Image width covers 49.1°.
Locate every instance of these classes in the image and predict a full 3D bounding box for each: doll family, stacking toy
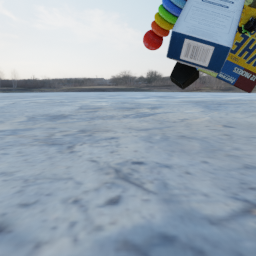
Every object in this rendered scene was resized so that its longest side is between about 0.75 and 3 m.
[{"bbox_3d":[2.246,-2.428,5.725,1.976,0.776,1.142,15,-27,-3],"label":"doll family"},{"bbox_3d":[1.207,-3.409,8.421,1.049,1.049,2.458,-8,-32,-41],"label":"stacking toy"}]

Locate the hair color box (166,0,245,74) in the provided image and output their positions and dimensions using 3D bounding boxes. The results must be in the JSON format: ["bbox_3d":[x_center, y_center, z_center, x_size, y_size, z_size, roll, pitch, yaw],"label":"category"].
[{"bbox_3d":[1.140,-1.493,3.949,0.764,0.462,1.527,20,55,10],"label":"hair color box"}]

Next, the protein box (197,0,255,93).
[{"bbox_3d":[3.318,-2.966,8.646,1.806,2.658,2.677,22,26,-9],"label":"protein box"}]

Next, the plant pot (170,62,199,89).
[{"bbox_3d":[1.959,-1.878,9.942,0.845,0.752,0.847,40,0,17],"label":"plant pot"}]
